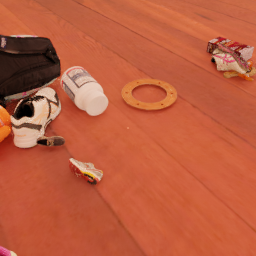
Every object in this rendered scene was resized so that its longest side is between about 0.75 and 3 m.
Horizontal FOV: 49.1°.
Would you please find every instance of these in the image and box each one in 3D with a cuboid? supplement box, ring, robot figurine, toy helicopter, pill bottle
[{"bbox_3d":[4.650,-3.588,12.823,0.978,0.547,1.798,-31,48,-32],"label":"supplement box"},{"bbox_3d":[0.775,-1.232,10.302,2.030,0.195,2.030,0,41,0],"label":"ring"},{"bbox_3d":[-4.226,0.074,7.925,1.538,1.247,2.138,-28,17,42],"label":"robot figurine"},{"bbox_3d":[4.528,-2.186,11.329,1.269,0.501,0.839,-10,48,5],"label":"toy helicopter"},{"bbox_3d":[-1.467,-1.235,9.562,1.060,1.060,1.772,-23,51,-25],"label":"pill bottle"}]

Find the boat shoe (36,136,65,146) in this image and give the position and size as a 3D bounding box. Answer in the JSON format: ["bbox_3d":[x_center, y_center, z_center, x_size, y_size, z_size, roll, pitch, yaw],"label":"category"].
[{"bbox_3d":[-2.247,0.421,8.096,0.844,0.314,0.309,-1,18,4],"label":"boat shoe"}]

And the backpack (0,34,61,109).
[{"bbox_3d":[-3.943,-2.198,9.774,2.989,2.495,1.892,-24,25,-34],"label":"backpack"}]

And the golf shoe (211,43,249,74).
[{"bbox_3d":[4.182,-2.677,11.555,0.760,0.964,2.093,16,30,-26],"label":"golf shoe"}]

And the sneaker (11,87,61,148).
[{"bbox_3d":[-2.858,-0.628,8.893,1.008,1.094,2.736,1,39,3],"label":"sneaker"}]

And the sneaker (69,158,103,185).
[{"bbox_3d":[-1.134,1.104,7.397,1.046,0.407,0.430,28,43,17],"label":"sneaker"}]

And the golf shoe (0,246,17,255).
[{"bbox_3d":[-2.710,2.381,4.817,2.885,1.321,1.087,0,29,23],"label":"golf shoe"}]
